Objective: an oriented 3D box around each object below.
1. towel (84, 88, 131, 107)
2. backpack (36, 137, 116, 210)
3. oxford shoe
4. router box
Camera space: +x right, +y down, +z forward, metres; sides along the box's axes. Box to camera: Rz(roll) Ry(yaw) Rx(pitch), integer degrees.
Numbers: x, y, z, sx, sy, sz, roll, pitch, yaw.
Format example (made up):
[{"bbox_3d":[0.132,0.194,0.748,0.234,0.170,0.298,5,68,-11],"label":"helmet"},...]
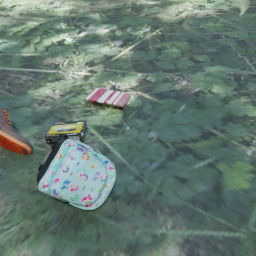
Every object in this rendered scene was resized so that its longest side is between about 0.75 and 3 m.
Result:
[{"bbox_3d":[-0.637,-0.999,9.178,1.311,0.149,0.944,11,31,14],"label":"towel"},{"bbox_3d":[-0.982,0.995,5.825,1.282,1.444,1.087,-61,27,-10],"label":"backpack"},{"bbox_3d":[-3.384,-0.146,7.380,2.303,0.820,0.835,34,57,3],"label":"oxford shoe"},{"bbox_3d":[-1.658,0.111,7.619,0.964,0.252,0.758,-4,32,12],"label":"router box"}]
